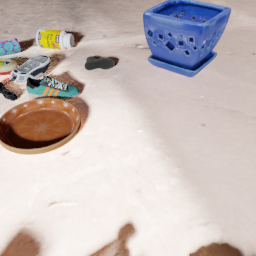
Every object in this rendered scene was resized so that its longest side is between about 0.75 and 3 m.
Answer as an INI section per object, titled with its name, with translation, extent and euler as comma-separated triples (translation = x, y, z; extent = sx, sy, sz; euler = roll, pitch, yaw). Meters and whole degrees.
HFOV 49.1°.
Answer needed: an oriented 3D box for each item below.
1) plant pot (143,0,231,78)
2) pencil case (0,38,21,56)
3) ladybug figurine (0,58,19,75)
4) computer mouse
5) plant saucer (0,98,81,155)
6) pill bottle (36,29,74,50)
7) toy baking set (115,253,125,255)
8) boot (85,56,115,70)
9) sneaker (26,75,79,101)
[plant pot]
translation = 2.438, -3.860, 12.065
extent = 2.773, 2.493, 2.773
euler = 25, 46, 27
[pencil case]
translation = -6.057, -3.840, 13.390
extent = 1.682, 0.777, 0.716
euler = -19, 48, -20
[ladybug figurine]
translation = -5.416, -2.618, 12.104
extent = 1.455, 0.523, 0.988
euler = 3, 40, 4
[computer mouse]
translation = -4.189, -2.092, 11.461
extent = 1.535, 0.614, 2.799
euler = 20, 49, 29
[plant saucer]
translation = -2.856, -0.071, 9.109
extent = 2.667, 0.430, 2.667
euler = 0, 40, 0
[pill bottle]
translation = -3.595, -4.398, 13.939
extent = 1.711, 0.934, 0.934
euler = 8, 40, 9
[toy baking set]
translation = -0.483, 3.664, 4.671
extent = 2.153, 0.326, 2.806
euler = -4, 46, -13
[boot]
translation = -1.279, -3.051, 12.684
extent = 1.358, 0.526, 0.940
euler = -3, 35, -5
[sneaker]
translation = -2.868, -1.534, 10.569
extent = 2.015, 0.805, 0.719
euler = 1, 40, 2
